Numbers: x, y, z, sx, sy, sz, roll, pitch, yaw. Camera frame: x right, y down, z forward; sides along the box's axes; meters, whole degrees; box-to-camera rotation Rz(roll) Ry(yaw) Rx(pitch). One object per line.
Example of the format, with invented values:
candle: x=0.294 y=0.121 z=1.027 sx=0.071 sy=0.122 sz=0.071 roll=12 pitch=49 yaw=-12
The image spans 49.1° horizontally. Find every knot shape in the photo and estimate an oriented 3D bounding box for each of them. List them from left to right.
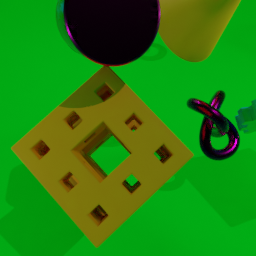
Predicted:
knot shape: x=1.527 y=-0.170 z=4.979 sx=0.592 sy=1.282 sz=1.200 roll=-18 pitch=29 yaw=29

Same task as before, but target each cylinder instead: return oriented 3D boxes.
cylinder: x=-0.231 y=-1.056 z=2.665 sx=0.835 sy=0.835 sz=0.835 roll=-15 pitch=23 yaw=-13

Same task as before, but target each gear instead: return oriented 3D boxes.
gear: x=2.601 y=-0.269 z=4.773 sx=1.421 sy=1.421 sz=0.263 roll=-6 pitch=70 yaw=-6

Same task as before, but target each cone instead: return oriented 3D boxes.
cone: x=1.292 y=-1.845 z=4.125 sx=1.315 sy=1.320 sz=1.315 roll=8 pitch=74 yaw=-30

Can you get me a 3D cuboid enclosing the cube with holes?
cube with holes: x=-0.256 y=0.334 z=3.511 sx=1.335 sy=1.335 sz=1.335 roll=-43 pitch=83 yaw=-5
